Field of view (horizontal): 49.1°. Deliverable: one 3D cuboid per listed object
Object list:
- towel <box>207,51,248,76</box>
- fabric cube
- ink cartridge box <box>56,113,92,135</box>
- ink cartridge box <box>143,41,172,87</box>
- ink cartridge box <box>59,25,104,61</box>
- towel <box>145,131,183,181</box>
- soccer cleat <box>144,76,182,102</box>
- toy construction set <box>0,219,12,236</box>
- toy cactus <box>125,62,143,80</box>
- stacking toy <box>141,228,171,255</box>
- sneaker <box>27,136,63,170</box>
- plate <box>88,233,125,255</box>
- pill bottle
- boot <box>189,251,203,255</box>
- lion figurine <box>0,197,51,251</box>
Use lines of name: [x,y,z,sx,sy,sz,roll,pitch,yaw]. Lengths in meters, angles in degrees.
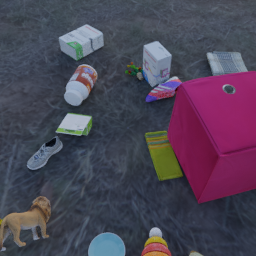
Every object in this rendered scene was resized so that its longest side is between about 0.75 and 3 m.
towel: [4.862,-3.195,13.737,1.783,0.320,1.851,-1,49,0]
fabric cube: [3.214,0.275,9.118,2.815,2.869,2.860,-10,51,-10]
ink cartridge box: [-2.035,0.020,10.658,0.999,0.512,1.351,8,35,7]
ink cartridge box: [1.250,-2.745,12.431,0.727,1.717,1.241,-22,53,-18]
ink cartridge box: [-2.377,-4.448,14.485,1.365,0.786,1.870,37,59,27]
towel: [1.287,0.947,10.314,0.890,0.187,2.069,-10,51,-7]
soccer cleat: [1.598,-1.577,12.182,1.971,0.672,0.721,-30,64,-24]
toy construction set: [-4.103,3.218,7.826,1.890,1.576,1.452,5,32,15]
toy cactus: [0.479,-2.672,13.199,1.132,0.579,0.934,-13,59,-26]
stacking toy: [0.808,3.434,7.829,1.100,1.100,1.505,4,34,4]
sneaker: [-3.058,0.841,10.110,0.569,0.625,1.524,28,55,22]
plate: [-0.611,3.584,8.111,1.065,0.136,1.065,0,50,-1]
pill bottle: [-2.062,-1.845,12.146,1.000,1.000,1.782,11,51,10]
boot: [2.073,4.157,7.346,1.520,0.553,1.181,29,55,24]
lion figurine: [-2.942,2.677,8.031,0.717,1.978,1.211,-18,78,24]
